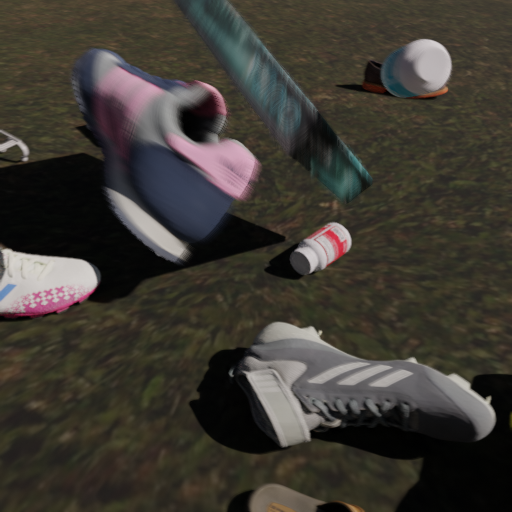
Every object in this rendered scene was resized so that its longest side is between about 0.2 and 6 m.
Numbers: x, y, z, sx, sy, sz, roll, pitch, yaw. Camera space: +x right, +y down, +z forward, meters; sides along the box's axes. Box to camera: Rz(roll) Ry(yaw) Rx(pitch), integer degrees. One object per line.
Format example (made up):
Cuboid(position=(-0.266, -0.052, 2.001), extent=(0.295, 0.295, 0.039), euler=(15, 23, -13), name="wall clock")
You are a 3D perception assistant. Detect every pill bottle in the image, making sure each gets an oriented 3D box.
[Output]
Cuboid(position=(1.767, -2.046, 6.155), extent=(0.552, 0.552, 0.997), euler=(-2, 13, -3), name="pill bottle")
Cuboid(position=(1.051, -0.099, 9.231), extent=(0.574, 0.574, 1.023), euler=(28, 44, 34), name="pill bottle")

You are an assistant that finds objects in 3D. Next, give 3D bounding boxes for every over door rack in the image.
Cuboid(position=(-6.497, -2.471, 12.308), extent=(2.355, 0.784, 1.740), euler=(36, 45, 12), name="over door rack")

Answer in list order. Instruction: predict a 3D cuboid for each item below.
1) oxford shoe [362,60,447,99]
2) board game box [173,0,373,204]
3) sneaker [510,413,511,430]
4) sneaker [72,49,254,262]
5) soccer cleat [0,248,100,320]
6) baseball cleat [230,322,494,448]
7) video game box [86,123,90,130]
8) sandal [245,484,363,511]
Cuboid(position=(4.316, -5.166, 16.287), extent=(2.461, 0.893, 0.876), euler=(13, 37, 18), name="oxford shoe")
Cuboid(position=(-0.033, -2.930, 8.572), extent=(4.453, 0.627, 3.012), euler=(56, 15, 20), name="board game box")
Cuboid(position=(3.223, 2.018, 5.824), extent=(1.383, 1.217, 3.268), euler=(22, 31, 37), name="sneaker")
Cuboid(position=(-0.906, -1.326, 5.464), extent=(1.228, 1.050, 2.993), euler=(-39, 53, 13), name="sneaker")
Cuboid(position=(-3.700, 0.308, 8.094), extent=(2.752, 1.188, 0.961), euler=(-10, 36, -15), name="soccer cleat")
Cuboid(position=(1.048, 1.738, 6.396), extent=(2.934, 1.023, 1.562), euler=(14, 44, 33), name="baseball cleat")
Cuboid(position=(-3.291, -3.262, 14.007), extent=(1.438, 0.370, 1.579), euler=(-19, 39, -30), name="video game box")
Cuboid(position=(0.776, 2.610, 5.343), extent=(1.892, 0.516, 0.773), euler=(17, 38, 23), name="sandal")
